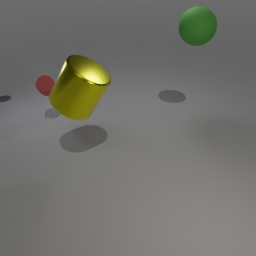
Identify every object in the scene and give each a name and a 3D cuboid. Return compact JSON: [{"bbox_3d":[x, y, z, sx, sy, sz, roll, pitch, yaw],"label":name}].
[{"bbox_3d":[-1.423,-1.182,8.271,1.400,1.400,1.400,26,33,-18],"label":"cylinder"},{"bbox_3d":[-3.191,-1.645,10.932,0.700,0.700,0.700,-5,-3,-8],"label":"cylinder"},{"bbox_3d":[2.609,-3.804,10.499,1.400,1.400,1.400,0,31,0],"label":"ball"}]
